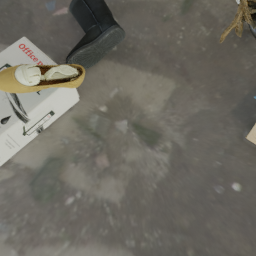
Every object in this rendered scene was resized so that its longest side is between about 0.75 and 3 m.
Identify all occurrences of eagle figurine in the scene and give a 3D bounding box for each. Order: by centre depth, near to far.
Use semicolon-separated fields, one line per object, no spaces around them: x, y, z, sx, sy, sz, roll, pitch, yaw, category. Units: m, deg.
3.493;-3.224;7.580;2.086;1.583;1.574;-24;97;-39;eagle figurine

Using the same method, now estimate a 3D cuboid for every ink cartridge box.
-2.919;-0.729;7.056;1.980;1.144;2.713;41;73;17;ink cartridge box

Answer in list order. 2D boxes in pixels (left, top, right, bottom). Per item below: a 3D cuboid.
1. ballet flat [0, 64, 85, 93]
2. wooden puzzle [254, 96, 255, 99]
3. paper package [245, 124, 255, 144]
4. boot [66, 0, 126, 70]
-1.804;-1.151;5.966;1.919;0.605;0.658;-12;80;-35;ballet flat
3.878;-0.901;6.747;0.944;1.399;0.164;48;36;4;wooden puzzle
3.612;0.074;6.578;1.173;1.118;0.607;38;49;26;paper package
-1.320;-2.992;8.292;1.908;0.760;2.315;-32;63;5;boot
